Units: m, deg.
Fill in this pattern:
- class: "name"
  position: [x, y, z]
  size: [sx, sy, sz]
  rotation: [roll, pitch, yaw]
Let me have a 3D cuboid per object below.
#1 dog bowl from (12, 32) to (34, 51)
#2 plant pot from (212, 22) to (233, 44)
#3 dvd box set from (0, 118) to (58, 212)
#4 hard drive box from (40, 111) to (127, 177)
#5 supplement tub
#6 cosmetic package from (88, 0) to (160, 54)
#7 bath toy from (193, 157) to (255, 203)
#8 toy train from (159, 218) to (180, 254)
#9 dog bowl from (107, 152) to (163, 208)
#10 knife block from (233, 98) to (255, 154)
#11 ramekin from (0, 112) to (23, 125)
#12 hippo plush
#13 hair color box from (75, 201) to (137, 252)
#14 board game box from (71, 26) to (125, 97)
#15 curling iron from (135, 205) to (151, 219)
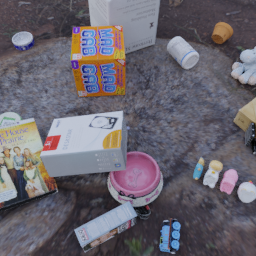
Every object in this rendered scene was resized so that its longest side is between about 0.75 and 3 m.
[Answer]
- class: "dog bowl"
  position: [-4.996, -4.152, 13.385]
  size: [0.948, 0.373, 0.948]
  rotation: [0, 56, 0]
- class: "plant pot"
  position: [4.440, -4.465, 13.360]
  size: [0.911, 0.911, 0.638]
  rotation: [30, 77, 19]
- class: "dvd box set"
  position: [-3.736, 1.127, 9.267]
  size: [2.061, 0.414, 2.816]
  rotation: [-15, 66, -23]
- class: "hard drive box"
  position: [-1.340, 0.502, 9.314]
  size: [2.524, 0.969, 1.967]
  rotation: [-7, 38, 6]
- class: "supplement tub"
  position: [2.456, -3.360, 12.534]
  size: [0.887, 0.887, 1.344]
  rotation: [-24, 58, -16]
- class: "cosmetic package"
  position: [-0.243, -5.262, 12.574]
  size: [2.428, 2.945, 2.430]
  rotation: [-22, 58, -15]
- class: "bath toy"
  position: [3.223, 1.666, 9.214]
  size: [2.038, 0.886, 0.753]
  rotation: [26, 23, 16]
- class: "toy train"
  position: [1.247, 3.192, 8.329]
  size: [0.572, 0.434, 1.001]
  rotation: [4, 55, 10]
- class: "dog bowl"
  position: [0.232, 1.578, 9.144]
  size: [1.873, 0.690, 1.873]
  rotation: [-1, 50, 2]
- class: "knife block"
  position: [5.140, -0.092, 10.379]
  size: [2.334, 0.747, 2.048]
  rotation: [-33, 63, -21]
- class: "ramekin"
  position: [-4.415, -0.055, 10.460]
  size: [1.127, 0.550, 1.127]
  rotation: [0, 56, 0]
- class: "hippo plush"
  position: [5.258, -2.648, 11.817]
  size: [1.558, 1.253, 1.241]
  rotation: [-2, 56, -2]
- class: "hair color box"
  position: [-0.615, 2.903, 8.241]
  size: [1.753, 0.868, 0.531]
  rotation: [-24, 59, -15]
- class: "board game box"
  position: [-1.147, -2.688, 11.376]
  size: [1.986, 1.986, 1.987]
  rotation: [-3, 55, -3]
- class: "curling iron"
  position: [0.213, 2.019, 9.182]
  size: [0.497, 0.256, 2.004]
  rotation: [-4, 54, -26]
